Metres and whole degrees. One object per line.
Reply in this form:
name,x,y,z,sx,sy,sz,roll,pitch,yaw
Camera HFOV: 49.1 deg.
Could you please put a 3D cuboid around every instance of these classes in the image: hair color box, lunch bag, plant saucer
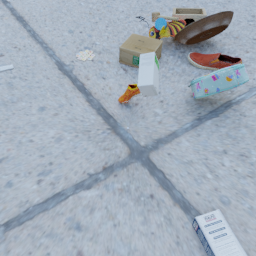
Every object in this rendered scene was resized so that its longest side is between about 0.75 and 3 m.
hair color box,2.167,2.706,6.565,0.705,0.427,1.410,-14,48,-12
lunch bag,3.063,-1.593,9.696,1.915,0.738,1.536,-17,5,16
plant saucer,3.334,-4.215,12.148,2.600,2.600,0.476,-19,90,-17

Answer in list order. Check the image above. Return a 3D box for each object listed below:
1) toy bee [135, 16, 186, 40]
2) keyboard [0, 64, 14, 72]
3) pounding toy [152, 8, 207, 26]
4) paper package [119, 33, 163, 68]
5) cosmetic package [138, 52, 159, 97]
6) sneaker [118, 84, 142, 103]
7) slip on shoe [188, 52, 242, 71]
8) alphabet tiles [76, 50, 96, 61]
toy bee,1.468,-4.318,12.702,2.232,1.213,1.461,18,18,38
keyboard,-5.393,-2.429,11.652,1.202,0.064,0.338,-18,49,-16
pounding toy,2.307,-4.782,12.986,2.457,1.124,2.159,4,35,8
paper package,0.547,-3.247,11.928,1.514,0.783,1.443,20,50,17
cosmetic package,0.590,-1.503,7.916,0.470,0.596,1.107,-5,65,19
sneaker,0.089,-1.280,9.799,0.519,1.346,0.491,44,45,-20
slip on shoe,3.606,-2.813,11.584,2.284,0.699,0.846,20,52,20
alphabet tiles,-1.873,-3.204,12.385,0.776,0.058,0.793,18,50,17
